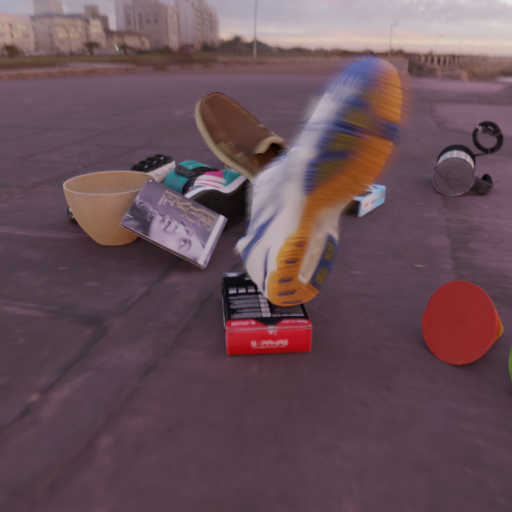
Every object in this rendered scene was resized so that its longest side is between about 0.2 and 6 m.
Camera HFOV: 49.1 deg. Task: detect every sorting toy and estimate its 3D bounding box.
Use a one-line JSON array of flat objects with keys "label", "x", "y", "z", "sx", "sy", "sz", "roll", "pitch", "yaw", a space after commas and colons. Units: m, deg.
[{"label": "sorting toy", "x": 3.575, "y": 1.241, "z": 6.627, "sx": 1.109, "sy": 1.117, "sz": 3.222, "roll": 13, "pitch": 9, "yaw": -39}]

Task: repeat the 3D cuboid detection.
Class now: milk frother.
[{"label": "milk frother", "x": 5.462, "y": -2.538, "z": 14.424, "sx": 1.560, "sy": 1.729, "sz": 1.626, "roll": 12, "pitch": 25, "yaw": 17}]

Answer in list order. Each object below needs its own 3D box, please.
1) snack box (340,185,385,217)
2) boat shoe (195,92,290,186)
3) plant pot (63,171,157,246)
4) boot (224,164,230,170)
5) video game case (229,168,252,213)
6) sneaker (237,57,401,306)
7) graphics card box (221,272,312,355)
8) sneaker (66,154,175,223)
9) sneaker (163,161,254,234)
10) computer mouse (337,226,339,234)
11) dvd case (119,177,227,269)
[{"label": "snack box", "x": 1.744, "y": -1.514, "z": 13.584, "sx": 2.388, "sy": 0.443, "sz": 1.387, "roll": 14, "pitch": 26, "yaw": 31}, {"label": "boat shoe", "x": 0.132, "y": -2.179, "z": 11.500, "sx": 1.254, "sy": 3.396, "sz": 1.256, "roll": -43, "pitch": 0, "yaw": -25}, {"label": "plant pot", "x": -2.827, "y": -0.895, "z": 11.108, "sx": 1.777, "sy": 1.193, "sz": 1.777, "roll": 0, "pitch": 22, "yaw": 0}, {"label": "boot", "x": -0.513, "y": -2.843, "z": 16.518, "sx": 1.903, "sy": 0.686, "sz": 1.472, "roll": 17, "pitch": 28, "yaw": 32}, {"label": "video game case", "x": -0.019, "y": -1.619, "z": 13.455, "sx": 2.173, "sy": 0.193, "sz": 1.555, "roll": 15, "pitch": 50, "yaw": 32}, {"label": "sneaker", "x": 0.595, "y": -1.043, "z": 7.318, "sx": 1.262, "sy": 3.352, "sz": 1.477, "roll": 9, "pitch": 25, "yaw": -39}, {"label": "graphics card box", "x": 0.088, "y": 0.766, "z": 8.054, "sx": 1.134, "sy": 0.460, "sz": 1.808, "roll": -2, "pitch": 23, "yaw": -6}, {"label": "sneaker", "x": -2.924, "y": -1.300, "z": 12.522, "sx": 2.654, "sy": 1.052, "sz": 0.981, "roll": -26, "pitch": 35, "yaw": -15}, {"label": "sneaker", "x": -1.351, "y": -1.257, "z": 11.901, "sx": 1.794, "sy": 1.243, "sz": 2.972, "roll": 13, "pitch": 23, "yaw": 25}, {"label": "computer mouse", "x": 0.697, "y": -0.763, "z": 10.968, "sx": 1.718, "sy": 1.190, "sz": 0.453, "roll": -7, "pitch": 56, "yaw": 28}, {"label": "dvd case", "x": -1.430, "y": -0.601, "z": 9.982, "sx": 1.640, "sy": 0.131, "sz": 1.220, "roll": 28, "pitch": 51, "yaw": -8}]
